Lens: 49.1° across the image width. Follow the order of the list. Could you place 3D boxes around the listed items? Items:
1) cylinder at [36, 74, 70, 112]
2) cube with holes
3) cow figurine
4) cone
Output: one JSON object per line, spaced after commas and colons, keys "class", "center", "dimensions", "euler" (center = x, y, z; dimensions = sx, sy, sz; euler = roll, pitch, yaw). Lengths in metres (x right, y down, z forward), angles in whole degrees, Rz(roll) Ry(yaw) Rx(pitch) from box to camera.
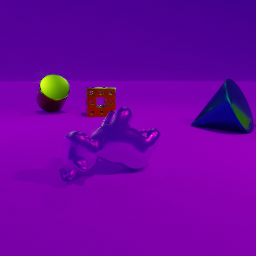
{"class": "cylinder", "center": [-3.105, -1.408, 11.558], "dimensions": [1.188, 1.188, 1.188], "euler": [-5, -19, -26]}
{"class": "cube with holes", "center": [-1.088, -1.041, 10.960], "dimensions": [1.077, 1.077, 1.077], "euler": [-2, 11, -11]}
{"class": "cow figurine", "center": [-0.285, 0.355, 4.353], "dimensions": [1.396, 1.373, 0.766], "euler": [34, -19, -19]}
{"class": "cone", "center": [2.506, -0.362, 8.154], "dimensions": [1.610, 1.604, 1.604], "euler": [-25, -7, 37]}
